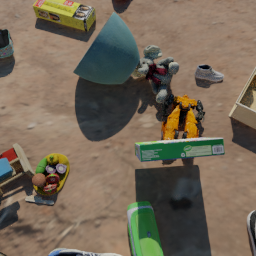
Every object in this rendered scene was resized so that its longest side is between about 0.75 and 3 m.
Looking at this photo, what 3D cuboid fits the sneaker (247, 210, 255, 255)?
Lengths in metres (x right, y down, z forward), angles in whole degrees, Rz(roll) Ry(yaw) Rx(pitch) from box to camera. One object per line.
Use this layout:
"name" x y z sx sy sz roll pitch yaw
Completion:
"sneaker" 3.942 3.390 7.220 1.002 1.535 2.743 -7 62 -4

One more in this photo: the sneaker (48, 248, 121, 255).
"sneaker" -1.036 3.695 7.346 2.430 1.035 0.936 5 62 1

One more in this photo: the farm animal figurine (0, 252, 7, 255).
"farm animal figurine" -3.884 3.563 7.593 1.146 1.158 0.604 32 60 -16

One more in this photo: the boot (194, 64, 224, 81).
"boot" 3.159 -2.131 10.734 1.135 0.543 0.418 6 62 3

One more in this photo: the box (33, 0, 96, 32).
"box" -2.752 -5.058 12.236 2.559 0.641 0.963 19 64 10

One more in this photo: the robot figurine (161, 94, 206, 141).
"robot figurine" 1.821 -0.206 9.631 1.532 0.615 2.113 13 64 2

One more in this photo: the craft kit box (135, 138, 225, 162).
"craft kit box" 1.308 0.573 7.920 2.145 2.118 0.520 -4 86 -2

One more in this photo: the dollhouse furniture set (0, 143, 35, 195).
"dollhouse furniture set" -4.689 1.025 8.219 2.768 1.951 1.940 -29 66 -12

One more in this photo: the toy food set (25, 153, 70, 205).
"toy food set" -2.510 1.500 8.782 1.018 0.565 1.730 14 63 7

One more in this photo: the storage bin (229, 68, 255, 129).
"storage bin" 5.008 -0.874 9.820 2.089 0.979 2.074 30 66 15

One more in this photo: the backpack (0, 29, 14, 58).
"backpack" -5.063 -3.275 11.160 0.977 0.852 1.111 -18 53 -13

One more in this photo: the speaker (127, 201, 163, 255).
"speaker" 0.475 3.045 7.839 0.810 0.810 1.831 -9 62 -5

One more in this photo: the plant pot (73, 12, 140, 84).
"plant pot" -0.580 -2.566 10.132 1.710 2.539 2.539 34 64 -15

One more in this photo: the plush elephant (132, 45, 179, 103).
"plush elephant" 0.922 -2.103 10.231 1.437 1.529 1.856 19 33 -5
